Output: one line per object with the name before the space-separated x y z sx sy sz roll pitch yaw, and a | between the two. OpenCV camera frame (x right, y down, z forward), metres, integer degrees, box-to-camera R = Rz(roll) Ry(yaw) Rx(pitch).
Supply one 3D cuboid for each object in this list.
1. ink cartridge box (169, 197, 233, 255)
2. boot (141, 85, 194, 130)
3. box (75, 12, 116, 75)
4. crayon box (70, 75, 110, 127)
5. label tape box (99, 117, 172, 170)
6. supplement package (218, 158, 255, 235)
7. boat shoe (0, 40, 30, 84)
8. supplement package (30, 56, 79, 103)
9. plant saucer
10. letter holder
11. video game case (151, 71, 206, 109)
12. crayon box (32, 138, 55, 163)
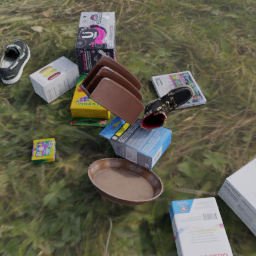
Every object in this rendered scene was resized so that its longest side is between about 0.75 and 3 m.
ink cartridge box | 2.017 3.045 7.984 1.337 0.783 1.850 -4 50 -3
boot | 1.348 -0.711 9.926 1.999 0.731 1.505 -20 20 25
box | -1.394 -3.725 12.696 1.639 1.887 2.856 -1 51 -1
crayon box | -1.426 -1.176 11.484 1.531 0.612 2.411 3 52 2
label tape box | 0.269 0.390 10.035 2.121 0.671 1.530 22 47 24
supplement package | 4.099 2.152 8.478 1.567 1.116 2.012 -28 57 -20
boat shoe | -5.289 -3.338 13.033 1.103 0.880 2.918 -5 52 -4
supplement package | -3.073 -2.082 11.964 1.013 0.976 1.781 36 60 25
plant saucer | -0.106 1.684 8.729 2.369 0.408 2.369 13 21 -5
letter holder | -0.310 -1.287 9.469 1.464 2.059 1.036 -52 39 7
video game case | 2.142 -1.645 12.110 1.808 0.228 1.985 -10 51 -8
crayon box | -3.034 0.813 10.114 0.754 0.255 0.874 -5 52 -6
